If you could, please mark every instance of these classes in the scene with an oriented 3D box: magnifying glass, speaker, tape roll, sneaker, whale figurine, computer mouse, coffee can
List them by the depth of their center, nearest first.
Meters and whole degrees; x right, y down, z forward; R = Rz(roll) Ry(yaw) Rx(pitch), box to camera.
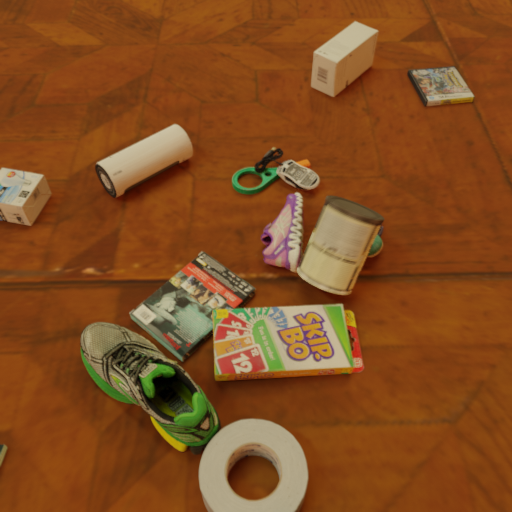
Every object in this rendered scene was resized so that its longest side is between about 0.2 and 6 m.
[{"bbox_3d":[-0.036,2.978,7.555,1.453,0.480,1.453,0,50,0],"label":"tape roll"},{"bbox_3d":[-1.575,1.699,8.178,2.627,1.119,1.025,30,57,23],"label":"sneaker"},{"bbox_3d":[1.384,-0.184,9.318,1.006,1.375,1.006,19,17,-6],"label":"coffee can"},{"bbox_3d":[1.965,-0.279,10.223,0.555,0.362,0.698,-49,52,-6],"label":"whale figurine"},{"bbox_3d":[0.485,-0.473,10.247,0.765,0.696,1.730,1,52,10],"label":"sneaker"},{"bbox_3d":[-2.234,-1.945,11.333,1.901,0.772,0.772,-34,59,-25],"label":"speaker"},{"bbox_3d":[0.672,-1.676,11.359,1.320,0.290,0.724,34,64,18],"label":"computer mouse"},{"bbox_3d":[0.311,-1.674,11.499,1.681,0.188,0.669,-17,52,-14],"label":"magnifying glass"}]

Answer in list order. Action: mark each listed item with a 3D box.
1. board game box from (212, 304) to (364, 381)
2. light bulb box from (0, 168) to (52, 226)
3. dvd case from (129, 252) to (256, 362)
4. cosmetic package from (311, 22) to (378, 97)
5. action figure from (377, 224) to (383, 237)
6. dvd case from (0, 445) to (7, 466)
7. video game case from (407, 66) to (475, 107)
[{"bbox_3d":[0.501,1.351,8.888,2.347,0.352,1.121,-1,57,-7],"label":"board game box"},{"bbox_3d":[-4.632,-1.146,10.816,0.916,0.572,0.908,10,52,8],"label":"light bulb box"},{"bbox_3d":[-1.058,0.802,9.496,1.292,0.195,1.769,34,58,24],"label":"dvd case"},{"bbox_3d":[2.119,-4.731,13.448,0.717,0.998,1.768,34,61,24],"label":"cosmetic package"},{"bbox_3d":[1.850,-0.616,10.498,1.021,0.354,0.665,11,31,-2],"label":"action figure"},{"bbox_3d":[-4.332,3.055,7.704,1.452,0.160,1.060,3,51,4],"label":"dvd case"},{"bbox_3d":[4.415,-4.090,13.448,1.201,0.169,1.329,-7,51,-5],"label":"video game case"}]
